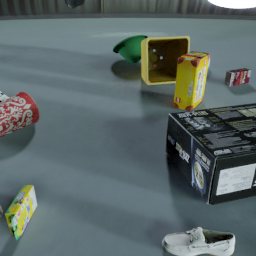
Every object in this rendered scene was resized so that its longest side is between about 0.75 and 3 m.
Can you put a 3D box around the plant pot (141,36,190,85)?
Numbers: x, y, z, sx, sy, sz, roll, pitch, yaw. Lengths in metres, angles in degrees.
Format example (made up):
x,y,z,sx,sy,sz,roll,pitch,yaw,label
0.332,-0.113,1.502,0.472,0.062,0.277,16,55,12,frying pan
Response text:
x,y,z,sx,sy,sz,roll,pitch,yaw,label
1.465,-3.117,12.647,1.926,1.939,1.983,-6,19,-12,plant pot

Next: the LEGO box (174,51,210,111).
x,y,z,sx,sy,sz,roll,pitch,yaw,label
2.219,-1.659,9.787,0.680,1.762,1.312,16,31,27,LEGO box

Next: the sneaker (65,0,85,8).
x,y,z,sx,sy,sz,roll,pitch,yaw,label
-1.975,-4.438,9.725,0.502,0.435,1.148,18,28,12,sneaker

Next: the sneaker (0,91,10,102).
x,y,z,sx,sy,sz,roll,pitch,yaw,label
-4.573,-1.210,9.176,2.338,1.521,0.933,8,29,14,sneaker

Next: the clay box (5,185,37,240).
x,y,z,sx,sy,sz,roll,pitch,yaw,label
-1.907,1.487,4.993,0.209,0.503,0.876,2,26,6,clay box

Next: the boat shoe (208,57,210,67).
x,y,z,sx,sy,sz,roll,pitch,yaw,label
3.312,-3.178,13.842,0.781,0.855,2.376,11,28,32,boat shoe

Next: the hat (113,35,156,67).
x,y,z,sx,sy,sz,roll,pitch,yaw,label
0.489,-3.669,15.456,2.120,2.253,2.560,-20,-1,4,hat

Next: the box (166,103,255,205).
x,y,z,sx,sy,sz,roll,pitch,yaw,label
2.492,0.421,6.380,2.629,1.132,2.153,-8,28,-15,box

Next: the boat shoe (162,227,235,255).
x,y,z,sx,sy,sz,roll,pitch,yaw,label
1.132,1.784,4.518,1.160,0.402,0.411,0,27,0,boat shoe

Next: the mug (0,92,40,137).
x,y,z,sx,sy,sz,roll,pitch,yaw,label
-3.545,-0.211,8.156,1.017,1.353,1.524,46,45,7,mug

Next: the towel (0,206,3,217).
x,y,z,sx,sy,sz,roll,pitch,yaw,label
-3.532,1.603,4.929,2.243,0.387,1.486,-20,34,-34,towel

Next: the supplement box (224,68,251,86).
x,y,z,sx,sy,sz,roll,pitch,yaw,label
4.759,-2.208,12.143,1.135,0.618,0.346,-14,30,-23,supplement box
